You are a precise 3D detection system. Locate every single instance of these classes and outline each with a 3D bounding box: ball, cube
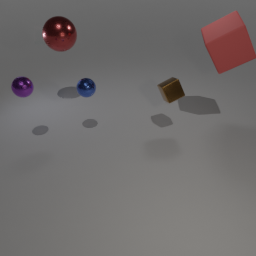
[{"bbox_3d":[-1.504,-1.452,10.091,0.700,0.700,0.700,0,32,0],"label":"ball"},{"bbox_3d":[-3.491,-1.358,9.275,0.700,0.700,0.700,0,32,0],"label":"ball"},{"bbox_3d":[3.676,-3.144,10.334,1.400,1.400,1.400,-23,36,24],"label":"cube"},{"bbox_3d":[1.625,-1.430,10.596,0.700,0.700,0.700,-28,19,0],"label":"cube"},{"bbox_3d":[-2.817,-3.878,11.581,1.400,1.400,1.400,0,32,0],"label":"ball"}]
